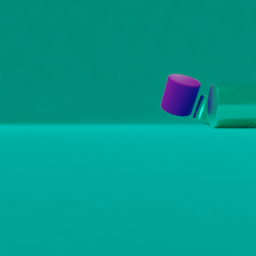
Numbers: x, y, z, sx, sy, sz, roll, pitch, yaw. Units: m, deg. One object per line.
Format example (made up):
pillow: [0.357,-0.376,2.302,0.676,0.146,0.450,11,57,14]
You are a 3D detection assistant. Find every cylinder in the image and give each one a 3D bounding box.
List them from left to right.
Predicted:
cylinder: [2.169,-1.372,11.660,1.357,1.357,1.357,10,28,-5]
cylinder: [3.140,-0.654,10.886,0.997,0.997,0.997,19,0,0]
cylinder: [2.857,-0.597,7.502,1.201,1.201,1.201,0,1,4]
